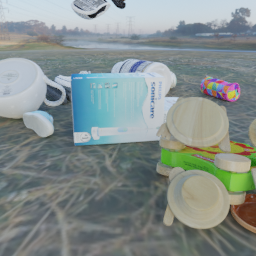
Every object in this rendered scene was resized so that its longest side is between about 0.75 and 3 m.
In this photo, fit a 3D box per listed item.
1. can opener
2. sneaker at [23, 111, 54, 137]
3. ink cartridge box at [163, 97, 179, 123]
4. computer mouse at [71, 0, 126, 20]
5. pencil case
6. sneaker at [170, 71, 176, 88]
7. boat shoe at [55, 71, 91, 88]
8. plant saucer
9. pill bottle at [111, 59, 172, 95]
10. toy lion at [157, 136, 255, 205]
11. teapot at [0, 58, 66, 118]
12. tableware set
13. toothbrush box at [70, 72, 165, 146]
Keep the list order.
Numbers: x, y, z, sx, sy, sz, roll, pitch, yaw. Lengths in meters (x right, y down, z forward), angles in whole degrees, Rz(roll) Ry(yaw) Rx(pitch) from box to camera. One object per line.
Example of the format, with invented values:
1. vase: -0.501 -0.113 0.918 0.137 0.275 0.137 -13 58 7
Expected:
1. can opener: -3.312 -1.567 12.250 0.717 0.899 2.690 -28 45 -34
2. sneaker: -2.501 -0.229 8.328 0.718 0.648 1.752 -20 28 -35
3. ink cartridge box: 1.014 -0.610 9.681 2.626 0.749 2.135 3 17 -20
4. computer mouse: -1.173 -4.495 10.258 1.369 0.548 2.497 36 49 10
5. pencil case: 4.100 -1.784 12.517 0.886 0.886 2.005 -7 23 -20
6. sneaker: 1.058 -2.615 14.691 2.836 1.100 1.294 14 27 39
7. boat shoe: -1.910 -2.176 12.817 2.757 0.901 1.014 9 10 -14
8. plant saucer: 2.161 1.382 4.421 1.029 0.166 1.029 0 20 0
9. pill bottle: 0.464 -2.290 12.784 1.608 1.608 2.896 -12 23 -32
10. toy lion: 1.900 0.620 5.756 2.233 0.800 2.330 -3 12 -32
11. teapot: -3.754 -1.153 9.604 2.322 1.696 2.291 29 59 22
12. tableware set: 1.830 0.541 4.527 2.847 0.330 2.378 8 55 8
13. toothbrush box: -0.289 -0.562 7.578 2.409 1.764 1.028 -4 19 -9
